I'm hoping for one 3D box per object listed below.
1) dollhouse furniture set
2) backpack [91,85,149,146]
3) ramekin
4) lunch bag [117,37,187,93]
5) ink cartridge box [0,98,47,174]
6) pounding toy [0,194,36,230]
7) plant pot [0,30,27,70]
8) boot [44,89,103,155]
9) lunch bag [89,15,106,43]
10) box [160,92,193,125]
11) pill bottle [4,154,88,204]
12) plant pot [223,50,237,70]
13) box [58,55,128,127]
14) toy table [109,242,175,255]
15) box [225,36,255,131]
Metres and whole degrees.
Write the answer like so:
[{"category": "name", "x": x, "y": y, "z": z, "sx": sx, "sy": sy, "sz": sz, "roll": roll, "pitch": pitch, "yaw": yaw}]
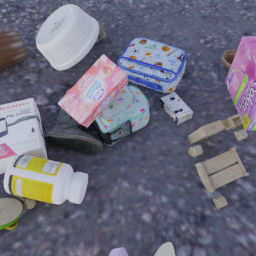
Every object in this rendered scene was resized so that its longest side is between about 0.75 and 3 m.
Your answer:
[{"category": "dollhouse furniture set", "x": 3.214, "y": 1.113, "z": 9.544, "sx": 2.174, "sy": 1.244, "sz": 2.549, "roll": -20, "pitch": 79, "yaw": -14}, {"category": "backpack", "x": -0.276, "y": -0.663, "z": 10.141, "sx": 2.099, "sy": 1.609, "sz": 1.845, "roll": -21, "pitch": 52, "yaw": -17}, {"category": "ramekin", "x": -2.625, "y": -3.887, "z": 11.700, "sx": 2.749, "sy": 1.280, "sz": 2.749, "roll": -21, "pitch": 50, "yaw": 27}, {"category": "lunch bag", "x": 1.079, "y": -2.678, "z": 12.022, "sx": 2.826, "sy": 1.068, "sz": 2.265, "roll": 20, "pitch": 57, "yaw": 16}, {"category": "ink cartridge box", "x": -3.913, "y": 0.221, "z": 9.832, "sx": 1.693, "sy": 0.986, "sz": 2.338, "roll": -15, "pitch": 54, "yaw": -11}, {"category": "pounding toy", "x": -3.607, "y": 2.633, "z": 8.315, "sx": 1.202, "sy": 0.722, "sz": 1.557, "roll": 12, "pitch": 25, "yaw": 20}, {"category": "plant pot", "x": -5.549, "y": -3.391, "z": 12.224, "sx": 1.782, "sy": 1.800, "sz": 1.800, "roll": -28, "pitch": 57, "yaw": -29}, {"category": "boot", "x": -1.697, "y": -0.329, "z": 10.440, "sx": 2.291, "sy": 0.914, "sz": 2.520, "roll": 14, "pitch": 47, "yaw": 8}, {"category": "lunch bag", "x": -1.852, "y": -4.728, "z": 13.705, "sx": 1.094, "sy": 0.909, "sz": 1.304, "roll": -41, "pitch": 60, "yaw": -7}, {"category": "box", "x": 1.887, "y": -0.783, "z": 10.983, "sx": 0.724, "sy": 0.373, "sz": 1.241, "roll": -23, "pitch": 57, "yaw": -17}, {"category": "pill bottle", "x": -2.436, "y": 1.616, "z": 8.566, "sx": 2.257, "sy": 1.256, "sz": 1.256, "roll": 12, "pitch": 54, "yaw": 4}, {"category": "plant pot", "x": 4.787, "y": -2.908, "z": 12.495, "sx": 1.180, "sy": 0.545, "sz": 1.180, "roll": 0, "pitch": 52, "yaw": 1}, {"category": "box", "x": -1.040, "y": -1.120, "z": 8.788, "sx": 0.975, "sy": 1.056, "sz": 2.059, "roll": 42, "pitch": 87, "yaw": 7}, {"category": "toy table", "x": 0.466, "y": 3.987, "z": 6.298, "sx": 1.576, "sy": 2.474, "sz": 2.692, "roll": -14, "pitch": 52, "yaw": 9}, {"category": "box", "x": 4.893, "y": -1.657, "z": 10.408, "sx": 1.282, "sy": 2.333, "sz": 2.652, "roll": -5, "pitch": 54, "yaw": -4}]
